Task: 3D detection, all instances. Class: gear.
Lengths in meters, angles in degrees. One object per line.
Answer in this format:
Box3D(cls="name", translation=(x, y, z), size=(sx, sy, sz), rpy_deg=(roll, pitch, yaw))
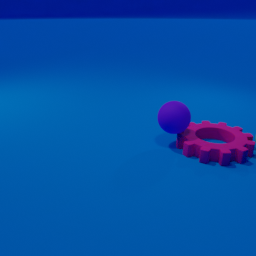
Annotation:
Box3D(cls="gear", translation=(2.288, 0.345, 7.447), size=(1.946, 0.360, 1.946), rpy_deg=(0, 24, 0))

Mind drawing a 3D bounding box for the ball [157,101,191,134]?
Box3D(cls="ball", translation=(1.209, -0.276, 7.347), size=(0.869, 0.869, 0.869), rpy_deg=(0, 24, 0))
